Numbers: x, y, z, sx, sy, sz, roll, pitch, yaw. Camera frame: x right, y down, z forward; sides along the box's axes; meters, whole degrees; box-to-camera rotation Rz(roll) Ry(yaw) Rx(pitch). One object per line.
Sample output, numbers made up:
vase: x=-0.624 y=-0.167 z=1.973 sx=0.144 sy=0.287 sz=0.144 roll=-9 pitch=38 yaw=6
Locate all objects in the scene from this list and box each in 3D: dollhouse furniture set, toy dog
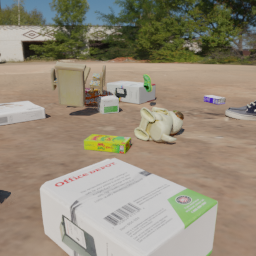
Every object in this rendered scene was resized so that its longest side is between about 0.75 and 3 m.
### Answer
dollhouse furniture set: x=1.258 y=-0.325 z=11.016 sx=1.543 sy=0.596 sz=0.771 roll=-3 pitch=16 yaw=-10
toy dog: x=1.274 y=-0.167 z=9.688 sx=1.553 sy=1.117 sz=1.601 roll=24 pitch=26 yaw=36
dollhouse furniture set: x=-2.331 y=-2.452 z=12.773 sx=2.376 sy=1.801 sz=2.711 roll=5 pitch=35 yaw=0

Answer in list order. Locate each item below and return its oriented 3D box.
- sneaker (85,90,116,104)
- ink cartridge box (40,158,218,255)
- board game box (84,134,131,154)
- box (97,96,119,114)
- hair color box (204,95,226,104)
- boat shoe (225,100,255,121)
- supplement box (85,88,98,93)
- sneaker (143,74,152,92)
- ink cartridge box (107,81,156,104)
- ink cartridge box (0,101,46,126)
sneaker: x=-1.653 y=-1.656 z=15.224 sx=2.083 sy=0.815 sz=0.804 roll=3 pitch=6 yaw=2
ink cartridge box: x=-0.058 y=1.426 z=4.457 sx=1.685 sy=0.973 sz=2.315 roll=-16 pitch=23 yaw=-42
board game box: x=-0.630 y=0.482 z=8.785 sx=1.335 sy=0.318 sz=0.678 roll=5 pitch=17 yaw=15
box: x=-0.957 y=-1.122 z=13.456 sx=0.838 sy=0.721 sz=0.842 roll=-7 pitch=18 yaw=-23
hair color box: x=4.843 y=-1.586 z=15.686 sx=0.595 sy=0.353 sz=1.089 roll=-8 pitch=16 yaw=-26
boat shoe: x=5.531 y=-0.932 z=12.070 sx=2.478 sy=1.149 sz=0.925 roll=9 pitch=19 yaw=27
supplement box: x=-2.564 y=-1.978 z=16.453 sx=1.512 sy=0.647 sz=0.834 roll=11 pitch=20 yaw=33
sneaker: x=0.943 y=-2.215 z=13.836 sx=0.344 sy=0.928 sz=0.388 roll=-15 pitch=4 yaw=41
ink cartridge box: x=0.171 y=-2.121 z=16.344 sx=2.358 sy=0.977 sz=1.719 roll=12 pitch=21 yaw=36
ink cartridge box: x=-5.113 y=-0.678 z=12.325 sx=2.289 sy=0.512 sz=2.017 roll=-12 pitch=21 yaw=-36
